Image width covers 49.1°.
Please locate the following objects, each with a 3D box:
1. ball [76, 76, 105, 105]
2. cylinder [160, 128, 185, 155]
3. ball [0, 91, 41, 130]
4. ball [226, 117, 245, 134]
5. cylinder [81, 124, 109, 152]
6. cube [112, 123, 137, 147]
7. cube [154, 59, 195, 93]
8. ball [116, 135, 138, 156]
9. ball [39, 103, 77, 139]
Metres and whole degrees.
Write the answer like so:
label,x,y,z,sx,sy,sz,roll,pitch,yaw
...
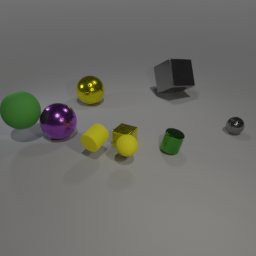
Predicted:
label,x,y,z,sx,sy,sz,roll,pitch,yaw
ball,-1.825,-1.836,13.590,1.400,1.400,1.400,0,29,0
cylinder,1.585,0.470,10.001,0.700,0.700,0.700,12,30,-7
ball,-3.898,-0.645,10.189,1.400,1.400,1.400,0,29,0
ball,4.274,-0.102,11.160,0.700,0.700,0.700,0,29,0
cylinder,-1.117,0.323,9.441,0.700,0.700,0.700,16,43,26
cube,-0.109,0.331,10.400,0.700,0.700,0.700,15,33,26
cube,2.342,-2.619,14.257,1.400,1.400,1.400,-6,-4,-29
ball,-0.033,0.565,9.060,0.700,0.700,0.700,0,29,0
ball,-2.668,-0.262,10.751,1.400,1.400,1.400,0,29,0
